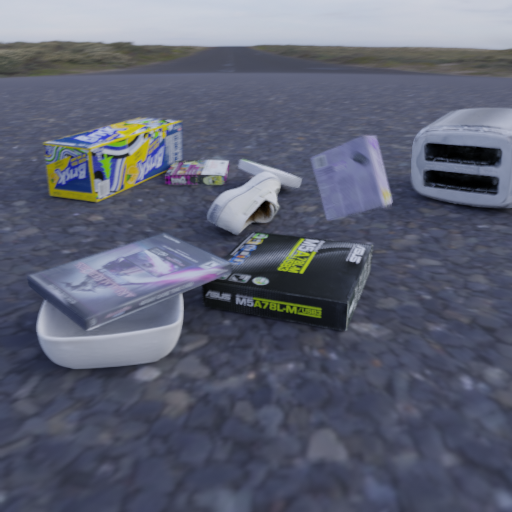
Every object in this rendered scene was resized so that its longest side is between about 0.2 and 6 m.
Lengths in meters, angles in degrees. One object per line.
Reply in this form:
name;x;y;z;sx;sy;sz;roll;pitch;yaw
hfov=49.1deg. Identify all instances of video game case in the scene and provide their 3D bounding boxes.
video game case;-1.490;-2.158;14.454;1.479;0.292;1.632;0;22;0
video game case;-1.595;0.238;7.213;2.120;0.201;1.514;-20;31;-39

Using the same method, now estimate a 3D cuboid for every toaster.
toaster;4.942;-2.223;12.539;3.366;1.913;2.174;16;29;36

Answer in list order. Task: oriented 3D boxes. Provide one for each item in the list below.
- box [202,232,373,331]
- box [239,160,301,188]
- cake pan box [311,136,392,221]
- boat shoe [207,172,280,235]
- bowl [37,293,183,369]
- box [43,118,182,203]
box;0.550;0.271;8.305;2.058;0.506;2.131;6;23;19
box;0.306;-1.969;13.415;1.033;0.260;1.432;12;13;-26
cake pan box;1.604;-1.313;9.695;0.341;1.200;1.303;-13;-2;-44
boat shoe;0.009;-0.994;11.167;0.865;0.879;2.479;36;29;12
bowl;-1.732;0.807;6.860;1.658;0.619;1.656;-3;23;-9
box;-3.398;-2.519;14.040;1.395;1.280;3.981;9;24;20
